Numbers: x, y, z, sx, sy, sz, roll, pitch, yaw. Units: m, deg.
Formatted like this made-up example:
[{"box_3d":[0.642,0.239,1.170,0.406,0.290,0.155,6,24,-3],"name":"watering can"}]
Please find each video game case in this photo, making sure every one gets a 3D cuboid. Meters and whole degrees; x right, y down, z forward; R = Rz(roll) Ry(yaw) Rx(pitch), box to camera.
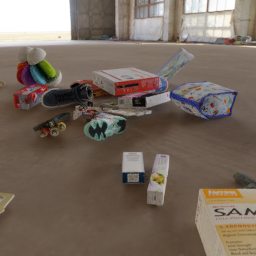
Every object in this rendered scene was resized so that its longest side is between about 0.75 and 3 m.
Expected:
[{"box_3d":[2.731,-3.714,16.798,0.253,2.301,2.098,57,26,17],"name":"video game case"}]

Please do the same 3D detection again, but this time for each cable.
[{"box_3d":[-2.763,-0.099,10.515,1.150,0.596,2.369,-18,9,1],"name":"cable"}]

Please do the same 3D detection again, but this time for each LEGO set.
[{"box_3d":[-0.804,-0.647,11.879,2.994,0.735,2.237,12,12,25],"name":"LEGO set"}]

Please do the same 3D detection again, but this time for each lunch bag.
[{"box_3d":[3.075,-1.167,11.764,2.174,1.346,1.848,-6,23,-33],"name":"lunch bag"}]

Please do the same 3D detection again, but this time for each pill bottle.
[{"box_3d":[1.507,-2.382,15.644,1.322,0.742,0.742,-12,24,-28],"name":"pill bottle"}]

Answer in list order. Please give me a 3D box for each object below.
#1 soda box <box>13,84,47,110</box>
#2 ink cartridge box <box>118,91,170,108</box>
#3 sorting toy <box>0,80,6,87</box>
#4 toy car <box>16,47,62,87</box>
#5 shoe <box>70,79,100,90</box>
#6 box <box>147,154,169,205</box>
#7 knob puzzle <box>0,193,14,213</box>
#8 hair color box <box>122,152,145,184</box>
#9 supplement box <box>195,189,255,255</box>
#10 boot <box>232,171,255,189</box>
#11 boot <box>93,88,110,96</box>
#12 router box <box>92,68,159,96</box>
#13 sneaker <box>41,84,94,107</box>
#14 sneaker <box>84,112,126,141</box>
[{"box_3d":[-4.646,-1.559,13.536,0.678,0.748,2.137,3,22,9],"name":"soda box"},{"box_3d":[0.929,-1.331,12.746,1.395,0.546,2.947,3,12,33],"name":"ink cartridge box"},{"box_3d":[-8.993,-2.732,17.002,2.372,0.433,2.196,-18,28,-39],"name":"sorting toy"},{"box_3d":[-5.583,-3.360,16.732,2.776,2.430,2.082,19,63,39],"name":"toy car"},{"box_3d":[-2.335,-2.395,15.896,1.880,0.672,0.855,2,22,19],"name":"shoe"},{"box_3d":[0.772,1.210,6.917,0.355,0.380,1.836,5,21,11],"name":"box"},{"box_3d":[-3.108,1.721,5.879,1.207,0.167,1.207,0,21,0],"name":"knob puzzle"},{"box_3d":[0.129,1.030,7.414,0.569,0.344,1.137,0,21,0],"name":"hair color box"},{"box_3d":[2.040,1.909,4.453,1.418,0.827,2.250,0,21,-1],"name":"supplement box"},{"box_3d":[2.815,1.319,6.785,0.689,0.275,0.758,-1,24,-27],"name":"boot"},{"box_3d":[-1.058,-2.006,14.924,1.745,0.598,1.643,-18,28,-37],"name":"boot"},{"box_3d":[-0.177,-2.442,14.276,2.466,0.671,2.748,-11,25,-25],"name":"router box"},{"box_3d":[-2.655,-1.489,12.770,2.284,0.868,1.650,-19,13,-42],"name":"sneaker"},{"box_3d":[-1.125,-0.132,9.844,1.347,0.749,1.926,19,15,35],"name":"sneaker"}]
